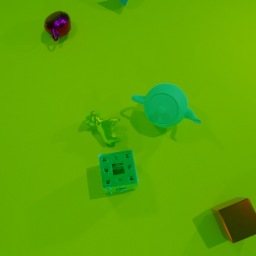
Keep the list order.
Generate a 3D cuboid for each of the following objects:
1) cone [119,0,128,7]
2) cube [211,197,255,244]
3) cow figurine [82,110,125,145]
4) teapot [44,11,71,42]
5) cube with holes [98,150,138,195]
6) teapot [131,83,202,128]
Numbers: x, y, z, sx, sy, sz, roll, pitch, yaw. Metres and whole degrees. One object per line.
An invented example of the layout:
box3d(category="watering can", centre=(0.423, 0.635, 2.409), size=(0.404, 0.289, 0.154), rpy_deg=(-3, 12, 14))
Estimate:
box3d(category="cone", centre=(-0.367, -4.733, 9.519), size=(0.882, 0.879, 0.879), rpy_deg=(17, 68, -12))
box3d(category="cube", centre=(2.601, 2.192, 6.758), size=(0.793, 0.793, 0.793), rpy_deg=(-22, 77, 0))
box3d(category="cow figurine", centre=(-0.716, -0.017, 7.894), size=(1.055, 0.589, 1.072), rpy_deg=(-14, 94, 19))
box3d(category="teapot", centre=(-2.247, -3.379, 9.206), size=(0.909, 0.716, 1.462), rpy_deg=(-7, 53, 20))
box3d(category="cube with holes", centre=(-0.244, 1.159, 7.251), size=(0.860, 0.860, 0.860), rpy_deg=(-9, 68, -3))
box3d(category="teapot", centre=(1.054, -0.549, 7.668), size=(2.012, 0.985, 1.251), rpy_deg=(20, 112, 12))
